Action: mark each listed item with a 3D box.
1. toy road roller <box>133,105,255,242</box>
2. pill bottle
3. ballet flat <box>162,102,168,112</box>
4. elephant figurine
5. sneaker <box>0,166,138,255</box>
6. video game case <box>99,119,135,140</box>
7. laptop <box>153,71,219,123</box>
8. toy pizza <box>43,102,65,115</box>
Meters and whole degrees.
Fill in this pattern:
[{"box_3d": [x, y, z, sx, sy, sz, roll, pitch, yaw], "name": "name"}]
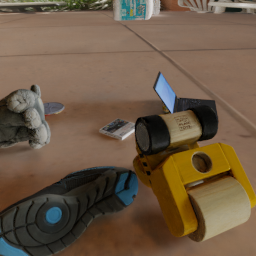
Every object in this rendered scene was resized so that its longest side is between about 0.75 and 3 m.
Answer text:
[{"box_3d": [1.075, 0.915, 5.802, 1.616, 1.919, 2.629, -12, 67, -22], "name": "toy road roller"}, {"box_3d": [0.271, -4.186, 9.647, 1.579, 0.875, 0.875, -3, 28, -4], "name": "pill bottle"}, {"box_3d": [1.425, -0.912, 10.191, 0.351, 0.322, 1.021, 2, 28, 5], "name": "ballet flat"}, {"box_3d": [-3.521, -0.015, 7.249, 2.614, 1.849, 2.028, -19, 1, -3], "name": "elephant figurine"}, {"box_3d": [-1.162, 1.454, 5.255, 2.805, 1.027, 1.149, -15, 13, -35], "name": "sneaker"}, {"box_3d": [-0.252, 0.021, 8.652, 0.867, 0.111, 0.953, 18, 34, 30], "name": "video game case"}, {"box_3d": [2.042, -1.134, 9.756, 2.179, 1.125, 1.931, 6, 29, 11], "name": "laptop"}, {"box_3d": [-2.754, -0.659, 9.882, 1.029, 0.163, 1.029, 0, 26, 0], "name": "toy pizza"}]
